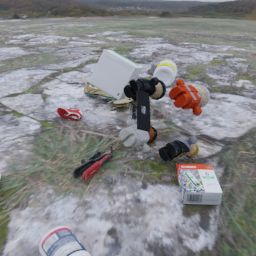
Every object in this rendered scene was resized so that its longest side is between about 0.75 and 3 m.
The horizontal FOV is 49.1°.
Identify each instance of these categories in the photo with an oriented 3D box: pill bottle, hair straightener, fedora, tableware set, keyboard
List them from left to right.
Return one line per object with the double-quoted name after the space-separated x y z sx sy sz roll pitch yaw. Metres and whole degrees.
-1.099 2.476 5.231 0.715 0.715 1.195 -20 34 -33 "pill bottle"
-1.072 0.958 8.507 0.731 0.389 1.900 13 30 24 "hair straightener"
-0.054 -1.196 12.765 1.070 0.324 1.618 2 19 30 "tableware set"
0.309 -0.460 7.445 0.599 0.228 1.151 17 61 -32 "keyboard"
1.972 -3.768 17.206 1.501 0.766 1.697 17 32 29 "fedora"
2.105 -3.096 15.478 1.160 1.160 2.072 6 28 12 "pill bottle"

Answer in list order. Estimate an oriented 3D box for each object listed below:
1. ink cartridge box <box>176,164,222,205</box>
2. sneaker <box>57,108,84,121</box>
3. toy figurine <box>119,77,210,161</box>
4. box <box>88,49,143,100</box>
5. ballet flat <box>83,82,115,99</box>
1.874 1.346 7.696 0.943 0.436 1.731 1 28 1 "ink cartridge box"
-2.347 -0.616 11.635 1.107 0.434 0.639 24 25 16 "sneaker"
1.135 -0.328 8.801 2.521 2.482 1.754 13 13 36 "toy figurine"
-0.425 -1.872 9.855 1.310 1.317 1.128 31 19 7 "box"
-1.237 -1.831 13.223 2.245 0.733 0.791 12 14 31 "ballet flat"
